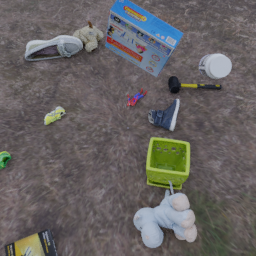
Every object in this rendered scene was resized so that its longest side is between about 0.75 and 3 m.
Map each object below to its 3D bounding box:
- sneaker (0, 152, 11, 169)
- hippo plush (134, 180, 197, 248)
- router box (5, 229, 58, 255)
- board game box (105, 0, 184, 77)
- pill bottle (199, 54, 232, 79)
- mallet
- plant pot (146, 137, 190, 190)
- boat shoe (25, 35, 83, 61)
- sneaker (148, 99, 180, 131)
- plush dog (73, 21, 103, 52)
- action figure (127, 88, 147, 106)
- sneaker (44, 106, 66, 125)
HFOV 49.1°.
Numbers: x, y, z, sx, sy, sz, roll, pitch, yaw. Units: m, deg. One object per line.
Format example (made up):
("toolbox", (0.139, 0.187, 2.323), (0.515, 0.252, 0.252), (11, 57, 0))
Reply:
("sneaker", (-4.812, 1.343, 10.317), (0.487, 0.432, 1.165), (22, 54, 22))
("hippo plush", (0.988, 2.671, 8.485), (1.600, 1.585, 1.990), (-16, 55, -12))
("router box", (-2.707, 4.017, 8.109), (1.360, 0.452, 1.729), (-19, 53, -15))
("board game box", (0.452, -3.150, 10.115), (2.465, 2.413, 0.689), (31, 76, -1))
("pill bottle", (3.345, -2.374, 10.770), (0.934, 0.934, 1.641), (2, 14, 2))
("mallet", (3.099, -2.052, 13.139), (2.516, 0.518, 0.829), (-3, 47, -9))
("plant pot", (1.356, 1.311, 9.776), (1.412, 1.281, 1.405), (7, 48, 6))
("boat shoe", (-3.783, -3.976, 14.308), (2.957, 1.090, 0.948), (-3, 57, 3))
("sneaker", (1.524, -0.716, 11.865), (1.201, 0.632, 1.662), (15, 53, 8))
("plush dog", (-2.343, -4.961, 15.086), (1.464, 1.367, 1.704), (-5, 47, 27))
("action figure", (0.362, -1.452, 12.524), (0.399, 0.605, 1.223), (31, 60, 24))
("sneaker", (-3.099, -0.500, 11.843), (0.414, 0.409, 1.084), (29, 58, 22))
